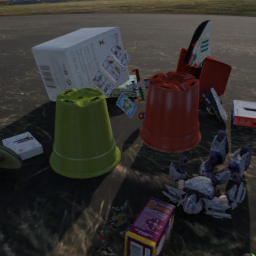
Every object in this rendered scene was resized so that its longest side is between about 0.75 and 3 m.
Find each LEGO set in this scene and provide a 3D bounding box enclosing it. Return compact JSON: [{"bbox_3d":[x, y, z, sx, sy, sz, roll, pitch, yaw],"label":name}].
[{"bbox_3d":[-0.090,-1.515,10.377,0.664,2.706,2.022,-8,48,49],"label":"LEGO set"},{"bbox_3d":[-0.235,2.185,6.043,0.839,0.366,1.291,17,46,38],"label":"LEGO set"}]

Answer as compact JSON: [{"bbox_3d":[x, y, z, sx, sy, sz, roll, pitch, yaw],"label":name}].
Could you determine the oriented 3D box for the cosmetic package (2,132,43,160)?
[{"bbox_3d":[-3.383,0.589,8.982,0.884,0.303,1.173,-24,36,-32],"label":"cosmetic package"}]

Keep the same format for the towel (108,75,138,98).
[{"bbox_3d":[-0.450,-2.088,13.777,1.876,0.528,2.192,-1,28,-4],"label":"towel"}]

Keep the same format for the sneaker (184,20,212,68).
[{"bbox_3d":[3.040,-3.358,11.394,0.886,1.895,0.667,15,19,-19],"label":"sneaker"}]

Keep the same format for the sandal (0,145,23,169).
[{"bbox_3d":[-4.175,1.007,7.705,2.613,1.037,0.746,-2,52,2],"label":"sandal"}]

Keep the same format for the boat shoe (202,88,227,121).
[{"bbox_3d":[3.470,-0.901,11.384,0.618,0.757,2.050,-29,35,21],"label":"boat shoe"}]

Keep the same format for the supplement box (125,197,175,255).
[{"bbox_3d":[0.453,2.106,5.631,0.602,0.764,1.167,15,32,23],"label":"supplement box"}]

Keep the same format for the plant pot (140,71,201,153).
[{"bbox_3d":[0.997,-0.438,6.349,1.451,1.412,1.451,-1,33,0],"label":"plant pot"}]

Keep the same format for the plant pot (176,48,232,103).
[{"bbox_3d":[3.507,-2.416,13.025,1.805,2.046,2.048,-1,27,-21],"label":"plant pot"}]

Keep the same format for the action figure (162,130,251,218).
[{"bbox_3d":[2.096,1.199,7.102,1.919,1.023,2.950,24,38,31],"label":"action figure"}]

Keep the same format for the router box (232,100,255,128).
[{"bbox_3d":[4.883,-0.546,10.973,1.467,0.399,1.634,8,29,14],"label":"router box"}]

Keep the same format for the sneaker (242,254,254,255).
[{"bbox_3d":[1.812,2.655,4.793,0.634,0.580,1.512,24,34,30],"label":"sneaker"}]

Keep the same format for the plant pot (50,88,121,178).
[{"bbox_3d":[-1.299,-0.010,8.224,2.179,2.070,2.179,1,28,0],"label":"plant pot"}]

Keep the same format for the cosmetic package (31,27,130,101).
[{"bbox_3d":[-1.978,-2.764,12.264,2.489,2.504,2.993,15,40,41],"label":"cosmetic package"}]
